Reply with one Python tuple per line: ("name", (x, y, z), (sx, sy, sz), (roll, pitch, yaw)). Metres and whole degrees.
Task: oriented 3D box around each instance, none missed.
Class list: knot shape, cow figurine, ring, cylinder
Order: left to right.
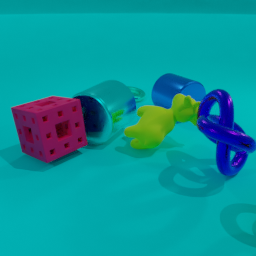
("cylinder", (-0.671, -0.450, 7.362), (1.369, 1.369, 1.369), (12, 27, 24))
("ring", (0.049, -1.271, 10.414), (1.243, 0.249, 1.243), (5, 26, -3))
("cow figurine", (0.901, -0.142, 6.728), (1.607, 0.897, 1.634), (0, 41, 38))
("cylinder", (1.558, -0.982, 8.706), (1.228, 1.228, 1.228), (-14, 28, -27))
("knot shape", (1.894, 0.106, 5.487), (0.827, 1.790, 1.675), (-26, -4, 15))

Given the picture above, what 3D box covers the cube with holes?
("cube with holes", (-1.783, -0.031, 6.419), (1.107, 1.107, 1.107), (12, 26, 42))
